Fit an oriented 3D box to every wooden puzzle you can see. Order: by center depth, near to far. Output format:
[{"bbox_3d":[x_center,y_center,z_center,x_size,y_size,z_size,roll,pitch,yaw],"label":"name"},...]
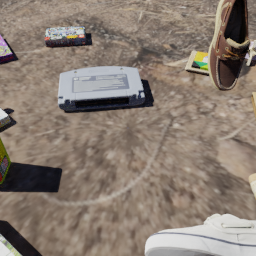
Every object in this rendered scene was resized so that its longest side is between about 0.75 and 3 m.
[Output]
[{"bbox_3d":[2.573,-2.156,9.161,1.175,0.236,1.270,15,46,15],"label":"wooden puzzle"}]

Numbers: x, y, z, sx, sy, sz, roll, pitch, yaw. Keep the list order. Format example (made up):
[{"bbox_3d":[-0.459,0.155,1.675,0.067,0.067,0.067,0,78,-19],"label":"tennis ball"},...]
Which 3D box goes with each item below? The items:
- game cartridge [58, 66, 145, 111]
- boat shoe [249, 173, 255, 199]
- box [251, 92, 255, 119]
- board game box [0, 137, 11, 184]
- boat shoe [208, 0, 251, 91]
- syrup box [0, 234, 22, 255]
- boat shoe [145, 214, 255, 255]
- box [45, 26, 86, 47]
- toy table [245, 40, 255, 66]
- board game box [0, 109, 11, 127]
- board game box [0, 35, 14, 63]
[{"bbox_3d":[-0.781,-1.197,8.054,2.342,0.486,1.559,-5,40,-5],"label":"game cartridge"},{"bbox_3d":[3.428,1.059,5.537,1.943,0.692,0.627,-4,45,-2],"label":"boat shoe"},{"bbox_3d":[4.333,-0.264,7.236,2.002,0.213,1.636,7,45,7],"label":"box"},{"bbox_3d":[-3.994,0.458,5.646,2.733,1.388,0.651,0,43,0],"label":"board game box"},{"bbox_3d":[1.151,-0.917,3.115,0.389,1.078,0.388,1,21,-2],"label":"boat shoe"},{"bbox_3d":[-2.463,1.973,4.570,1.768,0.720,0.696,28,48,26],"label":"syrup box"},{"bbox_3d":[1.623,1.848,4.561,2.708,0.974,0.890,2,39,1],"label":"boat shoe"},{"bbox_3d":[-2.308,-3.416,10.413,1.463,0.292,1.002,-6,45,-6],"label":"box"},{"bbox_3d":[4.084,-2.495,9.180,0.886,0.815,0.519,6,27,23],"label":"toy table"},{"bbox_3d":[-3.845,-0.335,7.288,1.367,0.234,0.919,33,53,29],"label":"board game box"},{"bbox_3d":[-4.791,-2.753,9.775,1.090,0.293,1.816,-26,50,-19],"label":"board game box"}]
